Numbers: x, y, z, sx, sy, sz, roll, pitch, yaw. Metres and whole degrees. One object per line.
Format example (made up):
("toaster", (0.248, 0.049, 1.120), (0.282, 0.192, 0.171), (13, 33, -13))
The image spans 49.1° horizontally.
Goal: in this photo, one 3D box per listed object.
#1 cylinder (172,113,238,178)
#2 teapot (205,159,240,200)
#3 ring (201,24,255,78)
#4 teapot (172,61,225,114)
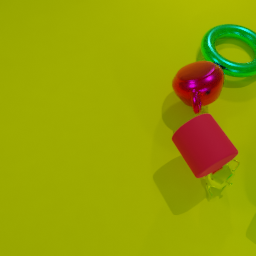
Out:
("cylinder", (1.577, 0.372, 5.819), (0.990, 0.990, 0.990), (-25, 66, -12))
("teapot", (2.097, 1.133, 6.331), (1.104, 0.686, 0.541), (-52, 58, 12))
("ring", (3.074, -2.260, 8.060), (1.975, 0.395, 1.975), (2, 59, -3))
("teapot", (1.803, -1.073, 7.081), (1.277, 1.006, 2.054), (-6, 37, 25))
